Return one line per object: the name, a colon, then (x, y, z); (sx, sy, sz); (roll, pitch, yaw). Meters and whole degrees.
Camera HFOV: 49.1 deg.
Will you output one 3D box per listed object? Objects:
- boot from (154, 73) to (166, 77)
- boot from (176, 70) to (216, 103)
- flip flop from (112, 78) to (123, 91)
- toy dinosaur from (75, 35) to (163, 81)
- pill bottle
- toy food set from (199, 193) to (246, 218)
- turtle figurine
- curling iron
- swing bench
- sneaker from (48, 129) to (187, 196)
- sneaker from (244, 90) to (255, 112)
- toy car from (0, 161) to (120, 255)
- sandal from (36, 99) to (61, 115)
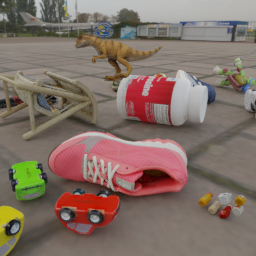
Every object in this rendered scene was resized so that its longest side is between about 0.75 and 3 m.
boot: (1.078, -1.595, 11.053); (0.715, 1.022, 1.906); (9, 24, 17)
boot: (2.673, -1.641, 11.518); (1.237, 0.996, 2.738); (10, 25, -3)
flip flop: (-0.336, -2.135, 13.029); (0.854, 0.607, 2.107); (-3, 21, -9)
toy dinosaur: (-0.114, -1.801, 6.931); (2.352, 1.249, 0.711); (7, -8, -17)
pill bottle: (1.037, -0.826, 8.429); (2.482, 1.393, 1.393); (8, 22, 23)
toy food set: (1.556, 1.190, 4.458); (0.757, 0.362, 0.341); (-24, -1, 44)
turtle figurine: (5.065, -2.454, 12.782); (1.968, 2.029, 1.460); (17, -8, 47)
curling iron: (-4.051, -0.979, 10.275); (2.979, 0.381, 0.738); (-9, 23, -22)
swing bench: (-2.468, -0.912, 8.508); (2.344, 1.521, 2.331); (-15, 25, -36)
sneaker: (-0.192, 0.672, 5.043); (2.655, 0.978, 1.151); (1, 22, 1)
sneaker: (4.716, -0.753, 8.892); (1.397, 0.913, 2.430); (-1, 17, 6)
toy car: (-1.472, 1.159, 4.431); (2.268, 0.506, 2.134); (-9, 22, -24)
sandal: (-2.722, -0.756, 9.583); (0.502, 0.450, 1.368); (-19, 28, -41)
